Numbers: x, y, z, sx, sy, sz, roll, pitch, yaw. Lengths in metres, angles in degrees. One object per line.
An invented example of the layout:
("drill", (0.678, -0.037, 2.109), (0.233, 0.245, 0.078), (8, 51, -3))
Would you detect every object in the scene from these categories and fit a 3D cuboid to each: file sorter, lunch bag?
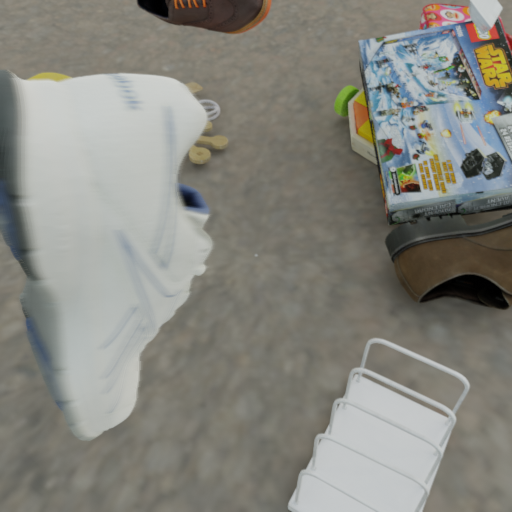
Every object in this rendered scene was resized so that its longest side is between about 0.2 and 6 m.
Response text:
("file sorter", (1.299, 1.969, 5.814), (1.238, 1.111, 1.785), (23, 53, 20))
("lunch bag", (4.333, -4.314, 11.482), (1.971, 0.917, 2.237), (8, 49, 7))

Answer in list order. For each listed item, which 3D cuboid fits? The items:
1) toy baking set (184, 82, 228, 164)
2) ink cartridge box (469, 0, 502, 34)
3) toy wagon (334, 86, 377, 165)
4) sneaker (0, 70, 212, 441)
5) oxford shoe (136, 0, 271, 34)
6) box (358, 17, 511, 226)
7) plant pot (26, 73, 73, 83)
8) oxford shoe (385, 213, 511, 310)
("toy baking set", (-1.586, -2.280, 10.147), (2.019, 0.306, 2.630), (-6, 49, -9))
("ink cartridge box", (2.945, -3.400, 7.474), (0.713, 0.179, 0.578), (43, 58, -12))
("toy wagon", (3.163, -2.848, 9.875), (2.632, 0.671, 3.393), (38, 77, 25))
("sneaker", (-1.031, 0.221, 4.282), (1.493, 3.428, 1.277), (-20, 53, -28))
("oxford shoe", (-0.730, -3.356, 7.441), (0.811, 0.796, 2.235), (-20, 26, -40))
("box", (2.976, -2.193, 8.810), (2.304, 0.671, 3.365), (-7, 62, 9))
("plant pot", (-1.754, -1.042, 4.831), (1.207, 1.207, 0.857), (9, 70, 8))
("oxford shoe", (3.426, 0.126, 7.587), (3.125, 1.135, 1.319), (-10, 61, -2))
